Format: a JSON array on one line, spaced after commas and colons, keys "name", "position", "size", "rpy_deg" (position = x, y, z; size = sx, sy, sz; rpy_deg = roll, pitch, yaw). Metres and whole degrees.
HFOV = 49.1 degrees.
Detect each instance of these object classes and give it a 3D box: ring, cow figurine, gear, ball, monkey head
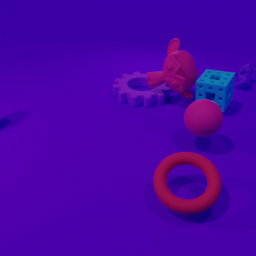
[{"name": "ring", "position": [1.139, 1.032, 5.428], "size": [1.295, 0.259, 1.295], "rpy_deg": [-5, 52, 6]}, {"name": "cow figurine", "position": [4.070, -1.783, 9.667], "size": [0.914, 0.510, 0.929], "rpy_deg": [5, 74, -30]}, {"name": "gear", "position": [0.457, -1.299, 9.210], "size": [1.865, 0.345, 1.865], "rpy_deg": [0, 36, 0]}, {"name": "ball", "position": [1.785, -0.232, 6.641], "size": [0.893, 0.893, 0.893], "rpy_deg": [0, 36, 0]}, {"name": "monkey head", "position": [1.358, -1.656, 8.464], "size": [1.377, 1.915, 1.154], "rpy_deg": [-9, 16, 33]}]

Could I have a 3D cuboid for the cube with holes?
[{"name": "cube with holes", "position": [2.574, -1.114, 8.287], "size": [0.857, 0.857, 0.857], "rpy_deg": [15, 42, 30]}]
